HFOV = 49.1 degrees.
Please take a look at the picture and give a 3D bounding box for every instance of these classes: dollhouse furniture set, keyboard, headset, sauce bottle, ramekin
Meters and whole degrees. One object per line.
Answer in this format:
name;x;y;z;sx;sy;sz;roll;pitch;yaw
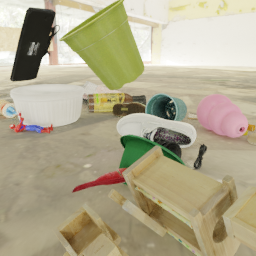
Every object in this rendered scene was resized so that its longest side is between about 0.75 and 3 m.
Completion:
dollhouse furniture set;0.625;1.731;3.721;2.213;1.391;2.502;-36;32;-23
keyboard;-3.332;-2.910;9.837;0.549;2.771;1.442;46;35;22
headset;0.986;0.513;7.182;2.066;0.971;1.276;23;-2;-8
sauce bottle;-0.547;-1.283;13.716;2.864;0.927;0.927;-4;17;-10
ramekin;-3.340;-0.996;11.895;2.984;1.390;2.984;1;16;0

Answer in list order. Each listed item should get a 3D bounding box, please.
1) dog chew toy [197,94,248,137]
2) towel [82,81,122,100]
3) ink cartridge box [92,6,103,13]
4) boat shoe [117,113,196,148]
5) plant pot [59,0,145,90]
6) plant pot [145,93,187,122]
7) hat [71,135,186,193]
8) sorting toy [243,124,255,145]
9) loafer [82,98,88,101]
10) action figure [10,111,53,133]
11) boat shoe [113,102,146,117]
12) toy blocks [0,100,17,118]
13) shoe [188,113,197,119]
dog chew toy;3.426;-0.369;10.063;1.389;1.389;2.230;-4;25;-14
towel;-1.389;-1.852;15.334;2.430;0.410;2.544;17;21;-4
ink cartridge box;-1.027;-4.717;12.518;0.344;1.356;1.539;-34;5;25
boat shoe;0.840;0.174;9.028;2.636;0.949;0.903;14;18;12
plant pot;-0.386;-1.699;6.089;1.591;1.511;1.591;-27;26;15
plant pot;1.633;-0.700;11.221;1.385;1.385;1.357;11;12;33
hat;0.096;1.241;6.189;1.952;1.718;1.617;28;-22;5
sorting toy;5.017;0.197;9.595;2.923;0.391;2.178;15;22;41
loafer;-2.377;-2.016;16.644;0.786;0.760;2.238;11;15;-21
action figure;-3.668;-0.216;10.438;1.593;0.789;0.520;-1;16;5
boat shoe;0.315;-0.776;12.434;2.166;0.776;0.825;16;11;43
toy blocks;-5.782;-0.761;12.382;1.543;0.672;1.851;-12;20;-37
shoe;3.128;-0.517;12.277;0.977;0.261;0.342;3;17;10
